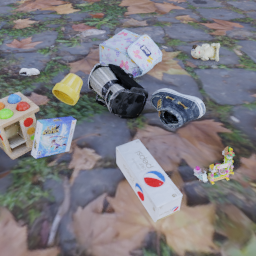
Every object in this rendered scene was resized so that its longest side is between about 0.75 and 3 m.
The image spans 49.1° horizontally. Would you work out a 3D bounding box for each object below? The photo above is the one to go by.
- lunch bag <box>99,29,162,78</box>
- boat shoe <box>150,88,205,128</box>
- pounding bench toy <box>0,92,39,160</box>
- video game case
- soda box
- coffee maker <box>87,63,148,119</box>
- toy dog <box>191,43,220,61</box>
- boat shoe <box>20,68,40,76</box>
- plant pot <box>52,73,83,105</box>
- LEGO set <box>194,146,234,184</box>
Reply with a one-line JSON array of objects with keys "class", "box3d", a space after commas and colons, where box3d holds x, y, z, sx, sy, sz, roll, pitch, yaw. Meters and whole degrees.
[{"class": "lunch bag", "box3d": [0.209, -3.677, 13.951, 2.569, 1.633, 2.178, 29, 49, 20]}, {"class": "boat shoe", "box3d": [1.383, -0.755, 10.139, 1.225, 0.955, 2.698, -26, 24, -25]}, {"class": "pounding bench toy", "box3d": [-4.184, 0.005, 9.452, 1.364, 1.713, 2.196, 33, 50, 33]}, {"class": "video game case", "box3d": [-2.381, 0.285, 9.072, 0.306, 1.220, 1.346, 30, 25, 31]}, {"class": "soda box", "box3d": [0.540, 1.488, 8.406, 0.858, 0.802, 2.520, -18, 43, -20]}, {"class": "coffee maker", "box3d": [-0.203, -1.596, 11.477, 2.255, 1.581, 2.348, -19, 45, -22]}, {"class": "toy dog", "box3d": [4.079, -4.134, 15.015, 1.360, 0.949, 1.319, -3, 32, -1]}, {"class": "boat shoe", "box3d": [-4.868, -2.730, 13.784, 1.032, 0.372, 0.354, 11, 53, 11]}, {"class": "plant pot", "box3d": [-2.030, -1.397, 9.787, 0.911, 0.911, 0.857, 19, 67, 21]}, {"class": "LEGO set", "box3d": [3.028, 1.090, 8.948, 1.904, 0.709, 0.876, -28, 48, -30]}]
